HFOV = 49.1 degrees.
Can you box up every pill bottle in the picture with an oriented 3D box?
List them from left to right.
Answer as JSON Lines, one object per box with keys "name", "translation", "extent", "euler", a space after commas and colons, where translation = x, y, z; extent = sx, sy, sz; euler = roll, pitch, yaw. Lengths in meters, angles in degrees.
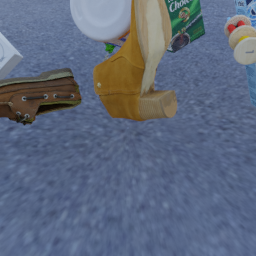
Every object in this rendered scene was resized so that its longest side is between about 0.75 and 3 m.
{"name": "pill bottle", "translation": [-0.139, -2.817, 6.967], "extent": [1.549, 1.549, 2.763], "euler": [11, 14, 14]}

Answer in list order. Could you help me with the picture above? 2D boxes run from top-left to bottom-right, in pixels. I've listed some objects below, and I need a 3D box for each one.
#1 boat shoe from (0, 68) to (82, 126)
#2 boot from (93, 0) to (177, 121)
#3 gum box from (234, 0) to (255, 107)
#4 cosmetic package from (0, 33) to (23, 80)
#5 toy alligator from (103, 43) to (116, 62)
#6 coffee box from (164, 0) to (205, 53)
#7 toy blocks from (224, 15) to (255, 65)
{"name": "boat shoe", "translation": [-2.407, -0.581, 6.468], "extent": [2.882, 0.980, 1.037], "euler": [-23, -2, -26]}
{"name": "boot", "translation": [-0.081, -1.473, 5.997], "extent": [2.038, 2.847, 1.002], "euler": [6, 25, 44]}
{"name": "gum box", "translation": [4.173, -2.220, 6.901], "extent": [2.549, 3.000, 0.668], "euler": [-21, 28, 5]}
{"name": "cosmetic package", "translation": [-4.029, -1.739, 7.399], "extent": [1.503, 1.994, 0.515], "euler": [46, 6, 4]}
{"name": "toy alligator", "translation": [-0.630, -3.077, 10.135], "extent": [0.510, 0.467, 1.720], "euler": [-14, 38, 41]}
{"name": "coffee box", "translation": [1.647, -3.910, 9.207], "extent": [1.519, 2.471, 0.543], "euler": [-33, 39, -12]}
{"name": "toy blocks", "translation": [2.571, -1.740, 5.731], "extent": [1.255, 0.547, 1.506], "euler": [25, 41, -17]}
